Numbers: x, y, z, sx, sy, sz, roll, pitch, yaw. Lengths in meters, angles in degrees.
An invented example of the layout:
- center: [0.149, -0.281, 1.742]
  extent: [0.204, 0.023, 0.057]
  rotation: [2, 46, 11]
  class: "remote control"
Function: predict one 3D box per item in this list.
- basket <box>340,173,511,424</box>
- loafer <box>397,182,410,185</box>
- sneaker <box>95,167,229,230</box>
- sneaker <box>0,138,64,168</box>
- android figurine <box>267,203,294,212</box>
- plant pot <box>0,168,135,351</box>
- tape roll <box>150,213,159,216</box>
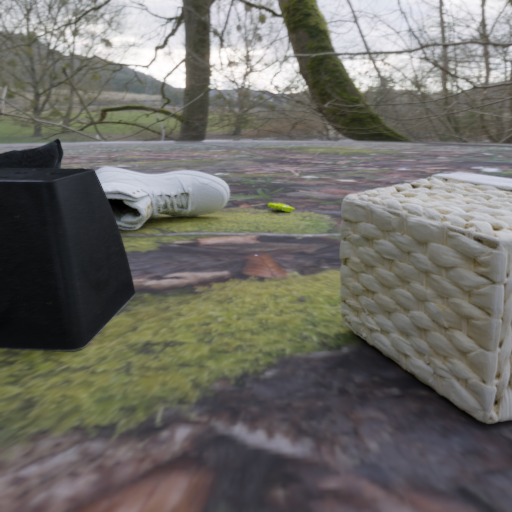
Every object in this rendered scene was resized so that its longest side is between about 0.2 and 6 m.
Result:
- center: [2.103, 0.227, 5.532]
  extent: [1.634, 1.795, 2.648]
  rotation: [-8, 16, -20]
  class: "basket"
- center: [3.730, -1.478, 13.886]
  extent: [0.731, 0.732, 2.094]
  rotation: [-37, -6, 40]
  class: "loafer"
- center: [-2.184, -1.138, 12.569]
  extent: [3.232, 1.191, 1.868]
  rotation: [2, 29, -7]
  class: "sneaker"
- center: [-5.873, -1.413, 11.472]
  extent: [3.742, 1.952, 1.124]
  rotation: [-1, 14, -6]
  class: "sneaker"
- center: [0.630, -1.240, 14.241]
  extent: [0.686, 0.141, 0.624]
  rotation: [11, 10, 13]
  class: "android figurine"
- center: [-2.788, -0.114, 6.795]
  extent: [2.041, 1.811, 2.036]
  rotation: [0, 14, 5]
  class: "plant pot"
- center: [-2.813, -1.397, 13.984]
  extent: [0.977, 0.671, 0.977]
  rotation: [0, 15, 0]
  class: "tape roll"
